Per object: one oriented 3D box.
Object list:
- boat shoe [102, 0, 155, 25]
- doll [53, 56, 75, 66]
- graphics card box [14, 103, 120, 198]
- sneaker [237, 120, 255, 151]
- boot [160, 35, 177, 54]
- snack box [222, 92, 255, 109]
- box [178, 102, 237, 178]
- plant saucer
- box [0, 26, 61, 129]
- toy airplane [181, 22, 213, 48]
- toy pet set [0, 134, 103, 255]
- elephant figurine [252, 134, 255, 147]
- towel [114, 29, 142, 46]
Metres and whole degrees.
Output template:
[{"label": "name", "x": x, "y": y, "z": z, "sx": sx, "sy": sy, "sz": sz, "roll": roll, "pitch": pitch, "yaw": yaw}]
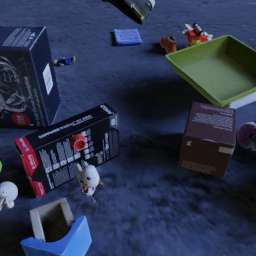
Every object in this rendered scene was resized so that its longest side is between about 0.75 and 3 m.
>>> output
[{"label": "boat shoe", "x": -0.463, "y": -4.227, "z": 8.607, "sx": 2.756, "sy": 0.830, "sz": 0.983, "roll": 25, "pitch": -5, "yaw": -20}, {"label": "doll", "x": -2.650, "y": -2.786, "z": 11.638, "sx": 0.891, "sy": 0.216, "sz": 0.608, "roll": -9, "pitch": 44, "yaw": -1}, {"label": "graphics card box", "x": -1.373, "y": 0.519, "z": 7.002, "sx": 2.481, "sy": 1.556, "sz": 0.631, "roll": -25, "pitch": 46, "yaw": -24}, {"label": "sneaker", "x": 4.372, "y": 0.366, "z": 7.673, "sx": 2.463, "sy": 0.991, "sz": 1.089, "roll": 29, "pitch": 42, "yaw": 30}, {"label": "boot", "x": 1.822, "y": -3.853, "z": 12.440, "sx": 0.520, "sy": 0.743, "sz": 1.385, "roll": -11, "pitch": 42, "yaw": -10}, {"label": "snack box", "x": 3.544, "y": -1.698, "z": 10.040, "sx": 1.878, "sy": 0.754, "sz": 2.227, "roll": -20, "pitch": 48, "yaw": -22}, {"label": "box", "x": 2.125, "y": 0.271, "z": 7.508, "sx": 1.240, "sy": 1.227, "sz": 1.494, "roll": 12, "pitch": 44, "yaw": 13}, {"label": "plant saucer", "x": 3.115, "y": -1.823, "z": 9.174, "sx": 2.864, "sy": 0.686, "sz": 2.859, "roll": -23, "pitch": 49, "yaw": -18}, {"label": "box", "x": -3.574, "y": -1.431, "z": 8.255, "sx": 2.517, "sy": 2.764, "sz": 1.439, "roll": 2, "pitch": 43, "yaw": 3}, {"label": "toy airplane", "x": 3.036, "y": -3.804, "z": 12.266, "sx": 1.604, "sy": 1.137, "sz": 1.611, "roll": 37, "pitch": 31, "yaw": -16}, {"label": "toy pet set", "x": -1.628, "y": 1.682, "z": 5.151, "sx": 2.518, "sy": 2.351, "sz": 1.337, "roll": -18, "pitch": 37, "yaw": -18}, {"label": "elephant figurine", "x": 4.119, "y": 1.178, "z": 6.473, "sx": 1.584, "sy": 1.737, "sz": 2.239, "roll": 11, "pitch": 0, "yaw": -41}, {"label": "towel", "x": -0.030, "y": -4.393, "z": 13.425, "sx": 1.214, "sy": 0.200, "sz": 1.677, "roll": -4, "pitch": 42, "yaw": -6}]
